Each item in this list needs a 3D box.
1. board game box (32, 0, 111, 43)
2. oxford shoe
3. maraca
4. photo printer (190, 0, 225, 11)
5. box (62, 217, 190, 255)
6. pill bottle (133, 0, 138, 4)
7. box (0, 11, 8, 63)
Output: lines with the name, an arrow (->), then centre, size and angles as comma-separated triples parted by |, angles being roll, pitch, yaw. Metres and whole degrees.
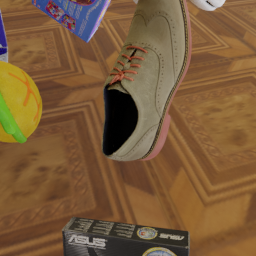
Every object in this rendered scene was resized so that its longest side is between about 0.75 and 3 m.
board game box -> -1.401, -3.627, 7.157 | 1.952, 2.904, 0.650 | 33, 70, -12
oxford shoe -> 0.210, -0.776, 3.863 | 0.932, 2.644, 0.989 | 12, 8, 35
maraca -> -1.830, -0.406, 4.062 | 1.060, 1.982, 1.359 | -28, 94, -14
photo printer -> 1.750, -4.040, 6.947 | 0.772, 2.222, 1.848 | -19, 4, 34
box -> -0.030, 1.840, 3.544 | 1.552, 1.243, 0.344 | 3, 14, 12
pill bottle -> 0.901, -4.264, 9.320 | 0.978, 0.978, 1.762 | 31, 23, 27
box -> -3.547, -2.305, 6.121 | 1.362, 2.596, 2.387 | -12, 86, -25
